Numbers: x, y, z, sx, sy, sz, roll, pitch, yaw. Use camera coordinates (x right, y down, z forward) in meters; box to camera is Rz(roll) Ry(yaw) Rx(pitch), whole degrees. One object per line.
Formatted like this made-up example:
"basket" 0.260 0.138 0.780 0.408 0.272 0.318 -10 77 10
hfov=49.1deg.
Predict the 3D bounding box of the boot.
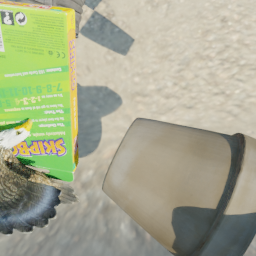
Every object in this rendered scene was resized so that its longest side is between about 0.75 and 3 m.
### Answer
"boot" -2.116 -3.166 5.766 2.887 1.008 1.901 22 97 -15

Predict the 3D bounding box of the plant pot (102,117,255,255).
"plant pot" 0.647 0.731 3.867 1.709 1.970 1.970 25 65 8

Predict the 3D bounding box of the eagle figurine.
"eagle figurine" -1.847 0.537 4.013 1.679 1.670 2.213 -30 85 -45

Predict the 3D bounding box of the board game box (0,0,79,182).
"board game box" -1.340 -0.347 3.940 1.240 2.596 0.389 10 31 7
